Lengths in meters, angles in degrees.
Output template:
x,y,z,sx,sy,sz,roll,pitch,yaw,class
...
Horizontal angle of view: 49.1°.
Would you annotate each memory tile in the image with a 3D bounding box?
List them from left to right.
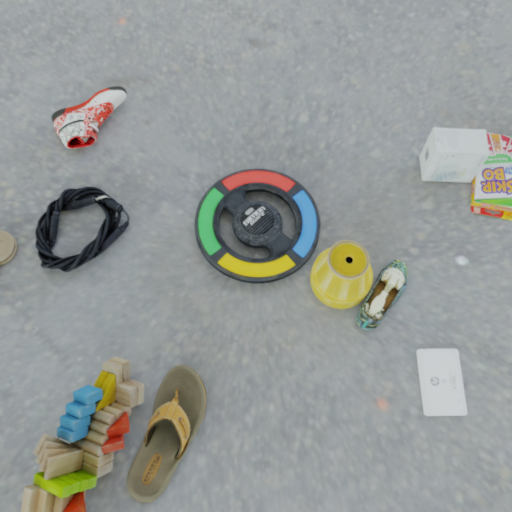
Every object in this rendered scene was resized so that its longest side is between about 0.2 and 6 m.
x,y,z,sx,sy,sz,roll,pitch,yaw,class
-6.282,0.502,11.052,2.235,0.245,2.916,21,69,8,memory tile

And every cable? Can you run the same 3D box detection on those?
x,y,z,sx,sy,sz,roll,pitch,yaw,class
-3.683,-0.565,11.347,1.633,0.509,2.002,39,73,15,cable

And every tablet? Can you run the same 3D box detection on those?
x,y,z,sx,sy,sz,roll,pitch,yaw,class
3.434,2.331,10.384,0.802,0.084,1.232,-1,67,0,tablet

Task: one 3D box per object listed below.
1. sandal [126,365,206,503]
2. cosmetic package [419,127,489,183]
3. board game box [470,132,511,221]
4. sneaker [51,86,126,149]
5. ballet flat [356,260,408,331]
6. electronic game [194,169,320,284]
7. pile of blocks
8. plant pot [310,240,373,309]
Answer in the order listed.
x,y,z,sx,sy,sz,roll,pitch,yaw,class
-1.570,3.074,9.755,0.959,0.645,2.388,20,70,9,sandal
4.089,-2.075,11.644,1.079,1.075,0.663,1,66,1,cosmetic package
5.133,-1.729,11.972,0.940,0.295,1.968,11,71,5,board game box
-3.528,-2.983,12.309,1.760,0.588,0.943,-25,71,-6,sneaker
2.511,0.704,10.795,0.616,0.616,1.661,28,70,11,ballet flat
0.026,-0.651,11.346,2.554,0.531,2.554,0,67,0,electronic game
-2.762,3.127,9.280,0.951,1.256,3.060,8,65,30,pile of blocks
1.679,0.276,10.662,1.209,1.137,1.209,0,68,-1,plant pot
